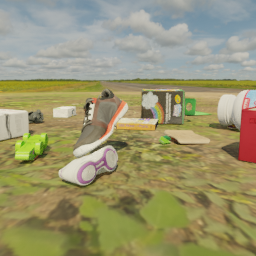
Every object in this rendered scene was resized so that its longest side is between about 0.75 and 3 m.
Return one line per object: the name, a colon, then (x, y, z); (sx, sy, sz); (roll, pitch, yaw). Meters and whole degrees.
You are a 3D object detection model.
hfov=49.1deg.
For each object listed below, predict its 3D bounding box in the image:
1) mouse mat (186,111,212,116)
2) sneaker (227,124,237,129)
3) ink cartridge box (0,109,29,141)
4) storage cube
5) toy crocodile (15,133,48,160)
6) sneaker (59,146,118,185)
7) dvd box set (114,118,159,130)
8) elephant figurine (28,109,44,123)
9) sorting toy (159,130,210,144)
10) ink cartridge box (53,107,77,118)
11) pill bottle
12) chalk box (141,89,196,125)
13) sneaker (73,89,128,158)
mouse mat: (3.784, -0.894, 16.845); (1.704, 0.080, 2.117); (-4, 11, -22)
sneaker: (4.451, -0.153, 11.539); (0.796, 0.359, 0.298); (-2, 10, -11)
ink cartridge box: (-4.695, -0.074, 9.435); (1.579, 0.891, 2.151); (5, 11, 27)
storage cube: (3.541, 0.171, 6.820); (1.233, 1.296, 1.442); (9, 14, 42)
toy crocodile: (-2.489, 0.507, 7.338); (0.619, 0.566, 1.834); (0, 14, -5)
sneaker: (-0.767, 0.708, 5.713); (0.736, 0.553, 1.477); (-3, 8, 33)
dvd box set: (0.249, -0.184, 11.927); (1.994, 0.293, 1.459); (2, 10, 10)
elephant figurine: (-4.468, -0.461, 13.006); (0.968, 0.751, 0.685); (-8, 50, 15)
sorting toy: (1.653, 0.320, 9.088); (1.632, 0.240, 1.206); (1, 14, -16)
ink cartridge box: (-3.463, -0.916, 15.622); (0.871, 0.501, 1.488); (2, 10, 11)
pill bottle: (5.032, -0.606, 10.483); (2.991, 1.626, 1.626); (6, 11, 39)
chalk box: (1.885, -1.028, 13.177); (2.519, 1.572, 1.561); (2, 10, 4)
sneaker: (-0.810, -0.196, 6.593); (0.870, 0.925, 2.258); (-32, 16, 35)
